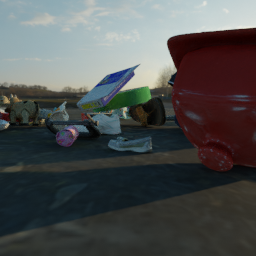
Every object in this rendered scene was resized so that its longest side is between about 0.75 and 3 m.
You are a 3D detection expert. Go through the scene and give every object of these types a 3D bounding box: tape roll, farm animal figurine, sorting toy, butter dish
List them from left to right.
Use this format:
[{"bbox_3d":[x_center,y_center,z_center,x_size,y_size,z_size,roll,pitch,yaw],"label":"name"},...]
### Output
[{"bbox_3d":[-4.366,-0.706,10.679,2.335,1.231,2.361,2,1,12],"label":"farm animal figurine"},{"bbox_3d":[-1.891,-0.349,8.007,0.466,0.872,0.785,7,37,10],"label":"sorting toy"},{"bbox_3d":[-0.318,-1.300,12.444,2.651,0.637,2.651,-13,9,2],"label":"tape roll"},{"bbox_3d":[1.511,-0.131,4.026,2.196,1.623,2.190,12,-29,41],"label":"butter dish"}]

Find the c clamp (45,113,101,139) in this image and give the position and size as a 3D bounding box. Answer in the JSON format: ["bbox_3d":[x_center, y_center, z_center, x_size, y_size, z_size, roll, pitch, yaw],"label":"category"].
[{"bbox_3d":[-1.373,-0.057,6.913,1.636,0.222,1.398,-2,-24,22],"label":"c clamp"}]

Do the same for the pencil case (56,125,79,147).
[{"bbox_3d":[-1.379,0.166,6.421,0.423,0.423,0.967,0,6,-3],"label":"pencil case"}]

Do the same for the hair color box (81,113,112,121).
[{"bbox_3d":[-1.283,-0.335,11.262,0.905,0.546,1.784,-2,4,-18],"label":"hair color box"}]

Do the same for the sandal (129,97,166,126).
[{"bbox_3d":[0.631,-0.580,11.363,0.776,1.162,2.844,-23,14,-23],"label":"sandal"}]

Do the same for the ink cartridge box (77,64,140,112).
[{"bbox_3d":[-0.673,-1.507,10.630,2.103,0.494,2.079,-3,38,48],"label":"ink cartridge box"}]

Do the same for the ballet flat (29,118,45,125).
[{"bbox_3d":[-3.763,-0.460,12.281,0.768,0.746,2.157,14,5,6],"label":"ballet flat"}]

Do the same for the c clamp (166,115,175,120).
[{"bbox_3d":[2.514,-0.646,16.062,2.343,0.317,2.002,-3,6,-24],"label":"c clamp"}]

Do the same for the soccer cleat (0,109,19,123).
[{"bbox_3d":[-5.626,-0.503,12.686,2.173,0.746,0.926,-2,-7,-27],"label":"soccer cleat"}]

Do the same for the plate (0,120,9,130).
[{"bbox_3d":[-5.155,-0.054,9.315,2.062,0.334,2.066,-1,5,-29],"label":"plate"}]

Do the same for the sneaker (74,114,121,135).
[{"bbox_3d":[-0.980,-0.106,8.289,1.610,0.645,0.566,-4,8,-26],"label":"sneaker"}]

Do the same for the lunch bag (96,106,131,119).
[{"bbox_3d":[-0.681,-1.038,16.188,1.833,1.118,1.562,9,-4,-36],"label":"lunch bag"}]

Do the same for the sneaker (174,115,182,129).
[{"bbox_3d":[2.027,-0.241,7.510,2.683,1.020,1.939,6,5,43],"label":"sneaker"}]

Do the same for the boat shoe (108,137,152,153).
[{"bbox_3d":[0.037,0.296,5.547,0.965,0.309,0.356,4,6,35],"label":"boat shoe"}]

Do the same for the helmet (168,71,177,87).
[{"bbox_3d":[2.637,-1.121,9.904,2.456,2.342,2.456,0,5,0],"label":"helmet"}]
